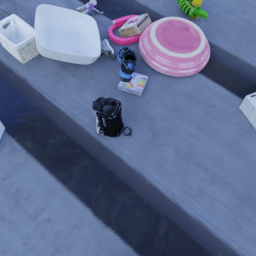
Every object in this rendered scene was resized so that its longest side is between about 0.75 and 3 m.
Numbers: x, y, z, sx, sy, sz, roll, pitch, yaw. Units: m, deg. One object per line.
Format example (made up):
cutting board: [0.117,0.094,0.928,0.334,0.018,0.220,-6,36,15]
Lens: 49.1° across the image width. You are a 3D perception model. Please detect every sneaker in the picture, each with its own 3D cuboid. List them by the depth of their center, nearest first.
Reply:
sneaker: [0.014,-2.303,9.107,0.569,0.632,1.623,11,43,-17]
sneaker: [-0.829,-2.619,9.679,0.591,0.384,1.023,-22,52,-7]

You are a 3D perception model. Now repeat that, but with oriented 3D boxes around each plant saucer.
plant saucer: [1.625,-2.898,9.510,2.488,0.631,2.488,3,61,-5]

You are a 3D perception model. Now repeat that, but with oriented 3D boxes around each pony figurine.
pony figurine: [-1.442,-4.629,10.725,0.850,0.708,0.821,-41,58,-5]

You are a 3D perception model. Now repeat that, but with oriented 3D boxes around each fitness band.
fitness band: [0.064,-3.595,10.236,1.617,0.303,1.161,-23,62,-14]

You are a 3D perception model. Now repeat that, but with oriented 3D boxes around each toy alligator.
toy alligator: [2.184,-4.855,10.756,0.627,0.685,2.309,-23,62,-13]

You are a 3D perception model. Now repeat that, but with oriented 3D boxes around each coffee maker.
coffee maker: [-0.425,-0.294,7.853,1.071,1.115,0.751,0,61,1]

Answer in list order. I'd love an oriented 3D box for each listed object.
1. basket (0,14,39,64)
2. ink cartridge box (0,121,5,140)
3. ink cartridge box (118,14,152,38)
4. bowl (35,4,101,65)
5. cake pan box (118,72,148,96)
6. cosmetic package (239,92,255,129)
basket: [-3.744,-3.033,9.589,1.421,0.876,0.963,40,67,20]
ink cartridge box: [-4.294,0.179,7.912,1.238,0.531,0.906,7,59,5]
ink cartridge box: [0.234,-3.630,9.969,0.949,0.356,0.782,6,51,47]
bowl: [-2.043,-2.986,9.280,2.094,0.783,2.097,5,59,-26]
cake pan box: [0.153,-1.464,9.037,0.813,0.213,0.749,19,56,9]
cosmetic package: [4.913,-0.803,8.396,2.750,0.696,1.135,-20,63,-11]
